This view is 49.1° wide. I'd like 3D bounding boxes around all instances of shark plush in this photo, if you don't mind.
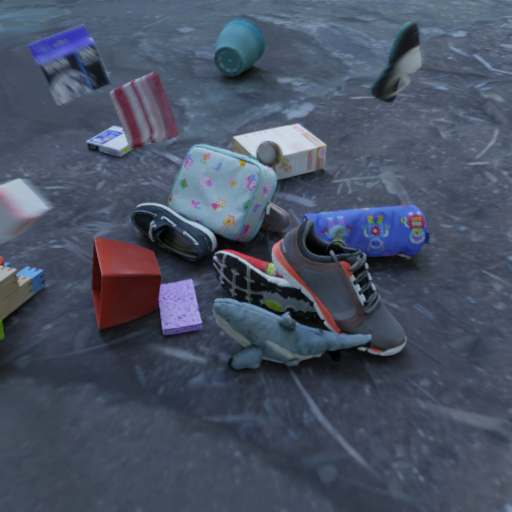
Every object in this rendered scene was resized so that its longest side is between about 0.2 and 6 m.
[{"bbox_3d":[0.524,1.315,9.061,2.528,1.053,1.148,15,39,18],"label":"shark plush"}]

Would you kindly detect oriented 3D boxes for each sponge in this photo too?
[{"bbox_3d":[-1.431,0.925,10.301,0.699,0.187,1.253,-8,38,-11],"label":"sponge"}]

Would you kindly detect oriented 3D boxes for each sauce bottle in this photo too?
[{"bbox_3d":[0.217,-1.672,9.180,0.429,0.429,1.324,2,10,3],"label":"sauce bottle"}]

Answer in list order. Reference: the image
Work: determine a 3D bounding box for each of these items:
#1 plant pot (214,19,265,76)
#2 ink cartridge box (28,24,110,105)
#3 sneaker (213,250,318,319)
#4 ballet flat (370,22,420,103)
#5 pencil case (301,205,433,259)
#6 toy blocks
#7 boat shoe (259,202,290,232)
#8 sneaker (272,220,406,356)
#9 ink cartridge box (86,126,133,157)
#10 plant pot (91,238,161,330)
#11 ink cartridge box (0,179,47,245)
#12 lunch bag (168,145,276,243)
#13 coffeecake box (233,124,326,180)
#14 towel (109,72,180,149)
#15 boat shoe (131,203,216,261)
[{"bbox_3d":[-0.720,-7.370,20.204,1.708,1.708,1.605,11,50,14],"label":"plant pot"},{"bbox_3d":[-3.561,-3.671,10.771,1.154,1.164,0.253,-31,34,-17],"label":"ink cartridge box"},{"bbox_3d":[0.283,0.464,10.528,2.312,0.890,0.982,23,34,14],"label":"sneaker"},{"bbox_3d":[3.216,-4.183,12.388,0.698,2.054,0.703,-39,77,-23],"label":"ballet flat"},{"bbox_3d":[2.202,-0.416,11.427,2.551,1.108,0.995,-4,-3,-7],"label":"pencil case"},{"bbox_3d":[-5.338,0.431,10.221,2.901,1.450,1.983,10,27,11],"label":"toy blocks"},{"bbox_3d":[-0.024,-1.158,12.626,1.992,0.754,0.715,26,43,28],"label":"boat shoe"},{"bbox_3d":[1.523,0.499,9.392,2.795,1.145,1.077,41,36,5],"label":"sneaker"},{"bbox_3d":[-3.922,-3.237,15.764,1.173,0.279,1.187,17,39,23],"label":"ink cartridge box"},{"bbox_3d":[-2.355,0.479,10.174,1.080,1.226,1.225,-1,35,-22],"label":"plant pot"},{"bbox_3d":[-3.824,-0.676,8.634,0.667,0.664,0.918,-39,12,15],"label":"ink cartridge box"},{"bbox_3d":[-0.684,-1.390,12.020,2.263,1.815,0.872,24,2,31],"label":"lunch bag"},{"bbox_3d":[0.593,-2.694,14.643,1.969,0.719,1.511,-16,40,-21],"label":"coffeecake box"},{"bbox_3d":[-2.544,-3.167,12.437,1.939,1.396,0.221,0,25,47],"label":"towel"},{"bbox_3d":[-1.855,-0.513,11.710,2.105,0.796,0.635,18,35,24],"label":"boat shoe"}]
